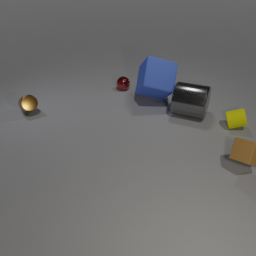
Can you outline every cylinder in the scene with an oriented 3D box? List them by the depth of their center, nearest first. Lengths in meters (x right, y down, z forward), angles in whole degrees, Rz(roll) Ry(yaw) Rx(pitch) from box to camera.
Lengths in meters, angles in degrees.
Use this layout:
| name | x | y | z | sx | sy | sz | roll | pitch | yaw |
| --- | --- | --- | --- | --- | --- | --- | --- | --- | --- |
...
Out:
| name | x | y | z | sx | sy | sz | roll | pitch | yaw |
| --- | --- | --- | --- | --- | --- | --- | --- | --- | --- |
| cylinder | 4.290 | -0.367 | 11.107 | 0.700 | 0.700 | 0.700 | -11 | 29 | 19 |
| cylinder | 2.667 | -1.171 | 11.871 | 1.400 | 1.400 | 1.400 | 13 | 34 | 20 |
| cylinder | -4.311 | -1.066 | 12.063 | 0.700 | 0.700 | 0.700 | -19 | 12 | -28 |

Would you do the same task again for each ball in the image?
| name | x | y | z | sx | sy | sz | roll | pitch | yaw |
| --- | --- | --- | --- | --- | --- | --- | --- | --- | --- |
| ball | -0.245 | -2.280 | 14.292 | 0.700 | 0.700 | 0.700 | 0 | 32 | 0 |

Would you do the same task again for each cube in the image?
| name | x | y | z | sx | sy | sz | roll | pitch | yaw |
| --- | --- | --- | --- | --- | --- | --- | --- | --- | --- |
| cube | 3.700 | 0.745 | 8.656 | 0.700 | 0.700 | 0.700 | 15 | 3 | -37 |
| cube | 1.254 | -2.218 | 12.615 | 1.400 | 1.400 | 1.400 | 11 | -9 | -12 |
